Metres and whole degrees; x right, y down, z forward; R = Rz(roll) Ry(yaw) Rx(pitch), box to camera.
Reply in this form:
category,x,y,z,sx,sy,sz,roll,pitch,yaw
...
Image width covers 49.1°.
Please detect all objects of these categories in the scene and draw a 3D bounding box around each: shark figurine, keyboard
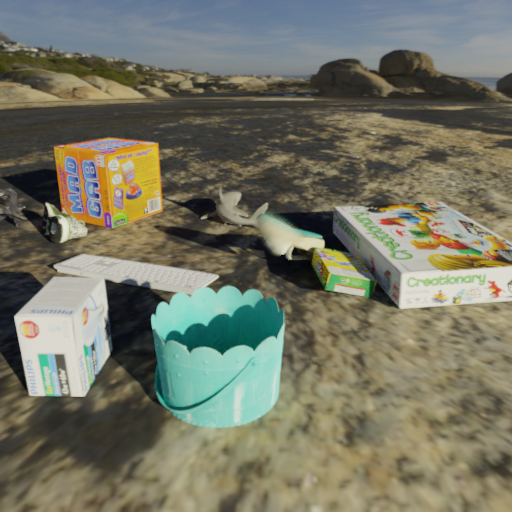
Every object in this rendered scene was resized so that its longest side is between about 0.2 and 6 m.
category,x,y,z,sx,sy,sz,roll,pitch,yaw
shark figurine,-0.580,-1.159,12.754,1.227,0.857,2.054,-18,28,-17
keyboard,-2.135,0.277,9.837,2.910,0.155,0.819,8,24,21

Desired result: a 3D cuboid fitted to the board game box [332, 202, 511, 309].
category,x,y,z,sx,sy,sz,roll,pitch,yaw
board game box,3.093,-0.175,10.360,2.428,0.666,3.846,-4,21,-8

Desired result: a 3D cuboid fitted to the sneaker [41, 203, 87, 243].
category,x,y,z,sx,sy,sz,roll,pitch,yaw
sneaker,-4.120,-0.663,12.047,0.759,0.659,1.714,5,18,-36

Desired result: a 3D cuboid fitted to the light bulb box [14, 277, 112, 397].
category,x,y,z,sx,sy,sz,roll,pitch,yaw
light bulb box,-2.267,0.947,6.743,0.678,1.077,1.086,0,21,4

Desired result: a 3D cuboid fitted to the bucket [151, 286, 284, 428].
category,x,y,z,sx,sy,sz,roll,pitch,yaw
bucket,-0.422,1.113,6.361,1.596,1.038,1.596,0,20,0

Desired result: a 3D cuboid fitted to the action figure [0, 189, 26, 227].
category,x,y,z,sx,sy,sz,roll,pitch,yaw
action figure,-5.800,-1.162,12.524,0.826,0.962,1.618,-30,45,-35

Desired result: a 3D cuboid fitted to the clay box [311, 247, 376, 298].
category,x,y,z,sx,sy,sz,roll,pitch,yaw
clay box,1.446,0.242,9.558,0.809,0.335,1.407,10,17,-8

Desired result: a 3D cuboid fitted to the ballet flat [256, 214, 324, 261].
category,x,y,z,sx,sy,sz,roll,pitch,yaw
ballet flat,0.591,-0.252,9.946,0.637,0.637,1.833,20,2,42

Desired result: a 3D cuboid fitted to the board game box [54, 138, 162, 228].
category,x,y,z,sx,sy,sz,roll,pitch,yaw
board game box,-3.458,-1.790,13.273,1.695,1.694,1.696,13,24,31
